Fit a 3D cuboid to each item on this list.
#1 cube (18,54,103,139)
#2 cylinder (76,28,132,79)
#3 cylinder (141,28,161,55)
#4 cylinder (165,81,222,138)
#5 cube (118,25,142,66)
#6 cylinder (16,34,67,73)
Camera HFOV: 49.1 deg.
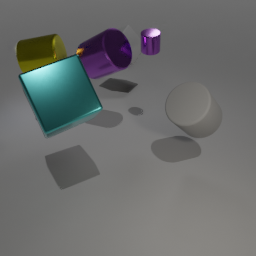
[{"bbox_3d":[-1.619,-0.699,6.755,1.400,1.400,1.400,-25,0,-17],"label":"cube"},{"bbox_3d":[-0.815,-2.526,9.670,1.400,1.400,1.400,-10,18,42],"label":"cylinder"},{"bbox_3d":[0.800,-3.055,9.937,0.700,0.700,0.700,-2,44,2],"label":"cylinder"},{"bbox_3d":[2.058,-0.527,8.690,1.400,1.400,1.400,25,-3,36],"label":"cylinder"},{"bbox_3d":[-0.270,-3.992,13.990,1.400,1.400,1.400,1,55,53],"label":"cube"},{"bbox_3d":[-3.102,-2.615,10.253,1.400,1.400,1.400,-8,30,7],"label":"cylinder"}]
